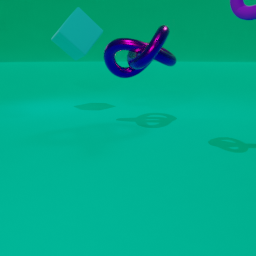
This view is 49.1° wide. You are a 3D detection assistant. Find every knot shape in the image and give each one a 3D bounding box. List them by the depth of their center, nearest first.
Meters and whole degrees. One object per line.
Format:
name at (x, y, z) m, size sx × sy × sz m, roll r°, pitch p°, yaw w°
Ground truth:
knot shape at (2.011, -2.234, 4.163) m, size 1.325 × 1.240 × 0.612 m, roll 26°, pitch 20°, yaw 11°
knot shape at (0.467, -2.010, 7.416) m, size 2.047 × 0.946 × 1.915 m, roll -13°, pitch 2°, yaw -17°

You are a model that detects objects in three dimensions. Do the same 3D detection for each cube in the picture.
cube at (-1.721, -3.121, 9.438) m, size 1.099 × 1.099 × 1.099 m, roll 39°, pitch -15°, yaw -23°
